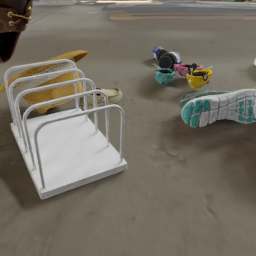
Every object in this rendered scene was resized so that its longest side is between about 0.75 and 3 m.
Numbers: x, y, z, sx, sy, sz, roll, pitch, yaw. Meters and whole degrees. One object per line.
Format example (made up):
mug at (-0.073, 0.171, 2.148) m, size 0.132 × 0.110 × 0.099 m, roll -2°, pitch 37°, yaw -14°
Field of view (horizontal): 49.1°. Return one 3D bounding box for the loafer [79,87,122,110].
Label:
loafer at (-0.810, -1.002, 8.727) m, size 0.609 × 0.549 × 1.609 m, roll 25°, pitch 38°, yaw 38°

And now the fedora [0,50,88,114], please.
fedora at (-2.164, -1.202, 7.984) m, size 2.911 × 1.187 × 2.911 m, roll -24°, pitch 13°, yaw 6°

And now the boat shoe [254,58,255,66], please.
boat shoe at (5.931, -2.714, 11.445) m, size 0.988 × 0.889 × 2.794 m, roll 0°, pitch 29°, yaw 0°

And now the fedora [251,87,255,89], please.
fedora at (4.247, -0.842, 8.346) m, size 1.306 × 0.533 × 1.306 m, roll 9°, pitch 19°, yaw -3°

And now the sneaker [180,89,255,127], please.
sneaker at (2.663, -0.736, 7.882) m, size 2.618 × 1.016 × 1.194 m, roll -3°, pitch 25°, yaw -7°

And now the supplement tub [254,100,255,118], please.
supplement tub at (4.223, -0.315, 6.534) m, size 1.499 × 1.499 × 2.061 m, roll -15°, pitch 32°, yaw -25°

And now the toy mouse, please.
toy mouse at (1.924, -1.977, 10.445) m, size 2.544 × 0.554 × 2.863 m, roll 19°, pitch 32°, yaw 38°

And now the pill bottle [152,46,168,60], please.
pill bottle at (1.540, -3.444, 13.084) m, size 0.579 × 0.579 × 1.035 m, roll -7°, pitch 29°, yaw -12°

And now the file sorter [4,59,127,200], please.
file sorter at (-1.420, -0.199, 5.981) m, size 1.819 × 1.632 × 2.622 m, roll -16°, pitch 39°, yaw -26°

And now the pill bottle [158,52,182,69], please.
pill bottle at (1.706, -2.712, 11.421) m, size 0.731 × 0.731 × 1.307 m, roll 13°, pitch 23°, yaw 22°

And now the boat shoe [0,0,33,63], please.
boat shoe at (-2.301, -2.283, 5.439) m, size 0.976 × 0.975 × 2.773 m, roll -36°, pitch 3°, yaw -37°
